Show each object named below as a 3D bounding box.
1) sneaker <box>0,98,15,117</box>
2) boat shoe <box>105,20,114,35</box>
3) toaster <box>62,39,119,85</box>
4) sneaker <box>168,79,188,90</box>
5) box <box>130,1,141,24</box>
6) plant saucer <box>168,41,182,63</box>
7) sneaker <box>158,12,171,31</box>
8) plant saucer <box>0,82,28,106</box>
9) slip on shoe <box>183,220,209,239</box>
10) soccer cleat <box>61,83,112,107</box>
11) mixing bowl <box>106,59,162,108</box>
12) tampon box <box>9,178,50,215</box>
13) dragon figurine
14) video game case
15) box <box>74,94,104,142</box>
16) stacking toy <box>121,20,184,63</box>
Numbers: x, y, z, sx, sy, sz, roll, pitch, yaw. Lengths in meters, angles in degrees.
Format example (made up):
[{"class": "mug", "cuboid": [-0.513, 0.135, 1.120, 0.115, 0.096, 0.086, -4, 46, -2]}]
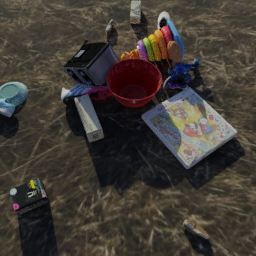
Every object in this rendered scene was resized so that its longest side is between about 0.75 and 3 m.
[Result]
[{"class": "sneaker", "cuboid": [-5.518, -1.037, 12.002, 1.535, 0.567, 0.629, 27, 68, 4]}, {"class": "boat shoe", "cuboid": [-0.910, -5.286, 14.777, 0.354, 0.393, 1.091, 21, 55, -3]}, {"class": "toaster", "cuboid": [-1.578, -2.863, 12.315, 1.843, 1.209, 2.038, 13, 58, 42]}, {"class": "sneaker", "cuboid": [2.183, -2.022, 12.515, 0.970, 0.482, 0.337, 12, 62, 38]}, {"class": "box", "cuboid": [0.420, -6.359, 15.364, 0.574, 0.478, 1.397, 1, 58, 1]}, {"class": "plant saucer", "cuboid": [1.680, -2.715, 9.942, 0.127, 0.784, 0.784, -10, 47, 43]}, {"class": "sneaker", "cuboid": [1.928, -5.558, 14.735, 0.716, 0.694, 1.960, 4, 58, 3]}, {"class": "plant saucer", "cuboid": [-5.245, -1.576, 12.506, 1.469, 0.283, 1.469, 0, 58, 0]}, {"class": "slip on shoe", "cuboid": [2.254, 3.452, 9.393, 0.903, 0.343, 0.274, 32, 105, 8]}, {"class": "soccer cleat", "cuboid": [-1.825, -1.637, 12.245, 2.246, 0.784, 0.970, -12, 58, -7]}, {"class": "mixing bowl", "cuboid": [0.253, -1.740, 12.037, 2.290, 1.240, 2.290, 0, 59, 0]}, {"class": "tampon box", "cuboid": [-3.438, 2.391, 9.798, 1.075, 0.679, 0.805, -23, 61, -13]}, {"class": "dragon figurine", "cuboid": [2.469, -2.462, 12.628, 1.240, 0.734, 2.495, 15, 45, 22]}, {"class": "video game case", "cuboid": [2.494, -0.132, 11.563, 2.677, 0.337, 2.941, -31, 63, -18]}, {"class": "box", "cuboid": [-1.610, -0.420, 11.506, 0.642, 0.772, 1.878, -19, 59, -10]}, {"class": "stacking toy", "cuboid": [1.030, -3.727, 13.345, 2.907, 1.687, 1.596, -19, 55, 4]}]
